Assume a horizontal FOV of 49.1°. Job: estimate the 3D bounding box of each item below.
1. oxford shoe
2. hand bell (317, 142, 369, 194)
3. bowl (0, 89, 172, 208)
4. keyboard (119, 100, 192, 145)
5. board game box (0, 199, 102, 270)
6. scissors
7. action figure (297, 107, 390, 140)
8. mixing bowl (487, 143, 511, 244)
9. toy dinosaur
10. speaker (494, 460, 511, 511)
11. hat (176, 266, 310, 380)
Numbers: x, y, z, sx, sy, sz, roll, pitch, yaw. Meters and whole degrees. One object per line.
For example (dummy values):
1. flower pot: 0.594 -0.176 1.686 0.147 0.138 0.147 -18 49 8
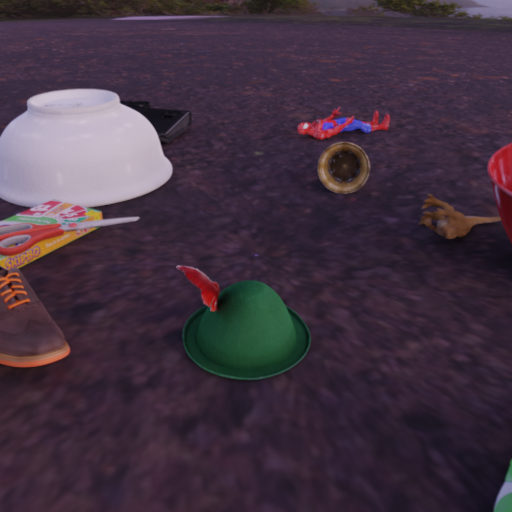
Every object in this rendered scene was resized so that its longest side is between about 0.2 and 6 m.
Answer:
1. oxford shoe: -2.867 0.610 6.443 2.161 0.784 0.769 21 27 39
2. hand bell: 1.863 -1.911 11.471 0.979 0.979 1.880 6 17 12
3. bowl: -3.547 -2.367 11.285 3.618 1.626 3.618 0 28 0
4. keyboard: -3.765 -3.533 14.671 4.087 0.524 2.454 8 36 13
5. board game box: -3.685 -0.266 8.750 1.160 0.364 2.428 15 34 27
6. scissors: -2.977 -0.462 8.616 2.235 0.156 0.817 -20 35 -31
7. action figure: 2.163 -3.359 14.258 2.472 0.639 0.809 -14 34 -20
8. mixing bowl: 4.657 -0.523 7.710 2.865 1.552 2.865 -6 31 4
9. toy dinosaur: 3.279 -0.534 9.167 1.088 0.619 2.049 37 35 31
10. speaker: 2.644 1.690 4.492 0.901 0.901 2.037 22 35 35
11. hat: -0.105 0.323 6.235 1.522 1.617 1.837 -4 28 -8
